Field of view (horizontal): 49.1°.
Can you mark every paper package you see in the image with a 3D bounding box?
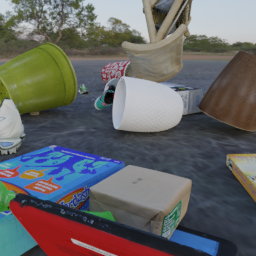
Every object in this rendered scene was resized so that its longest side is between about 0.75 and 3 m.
[{"bbox_3d":[0.168,0.907,3.441,0.978,0.531,1.027,9,13,28],"label":"paper package"}]

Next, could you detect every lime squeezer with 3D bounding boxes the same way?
[{"bbox_3d":[-1.604,1.034,2.452,2.938,1.038,0.554,-19,-6,-31],"label":"lime squeezer"}]

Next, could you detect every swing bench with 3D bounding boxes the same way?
[{"bbox_3d":[0.969,-2.748,8.013,1.608,2.479,2.466,8,-8,10],"label":"swing bench"}]

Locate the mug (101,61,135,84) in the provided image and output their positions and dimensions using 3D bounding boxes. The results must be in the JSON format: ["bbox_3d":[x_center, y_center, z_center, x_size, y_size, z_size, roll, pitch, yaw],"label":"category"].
[{"bbox_3d":[-0.162,-2.609,14.928,2.334,2.071,1.557,14,57,51],"label":"mug"}]

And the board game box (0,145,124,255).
[{"bbox_3d":[-1.367,0.870,3.895,1.690,0.500,2.222,8,18,35],"label":"board game box"}]

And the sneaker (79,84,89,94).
[{"bbox_3d":[-2.176,-1.896,13.574,0.361,0.416,0.940,-9,18,-27],"label":"sneaker"}]

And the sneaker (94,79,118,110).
[{"bbox_3d":[-0.568,-1.198,9.514,0.791,0.548,1.311,-2,53,57],"label":"sneaker"}]

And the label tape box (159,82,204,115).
[{"bbox_3d":[1.519,-1.069,9.919,2.818,0.892,2.032,-10,19,-29],"label":"label tape box"}]

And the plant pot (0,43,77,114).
[{"bbox_3d":[-3.122,-1.381,8.881,2.179,2.179,2.098,14,33,39],"label":"plant pot"}]

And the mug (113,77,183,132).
[{"bbox_3d":[0.470,-0.497,7.563,1.619,1.364,1.847,6,-16,-16],"label":"mug"}]

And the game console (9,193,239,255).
[{"bbox_3d":[0.094,0.977,2.766,1.823,1.571,1.082,8,44,26],"label":"game console"}]

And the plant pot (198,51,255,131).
[{"bbox_3d":[2.918,-1.033,7.270,1.612,1.725,1.612,18,18,-6],"label":"plant pot"}]

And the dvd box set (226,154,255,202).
[{"bbox_3d":[2.472,0.840,4.572,1.227,0.246,1.676,0,17,0],"label":"dvd box set"}]

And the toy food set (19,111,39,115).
[{"bbox_3d":[-3.639,-0.809,10.132,1.238,0.307,1.948,1,25,-6],"label":"toy food set"}]

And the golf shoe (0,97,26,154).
[{"bbox_3d":[-3.598,-0.070,5.877,2.645,1.286,1.036,-6,20,-15],"label":"golf shoe"}]
